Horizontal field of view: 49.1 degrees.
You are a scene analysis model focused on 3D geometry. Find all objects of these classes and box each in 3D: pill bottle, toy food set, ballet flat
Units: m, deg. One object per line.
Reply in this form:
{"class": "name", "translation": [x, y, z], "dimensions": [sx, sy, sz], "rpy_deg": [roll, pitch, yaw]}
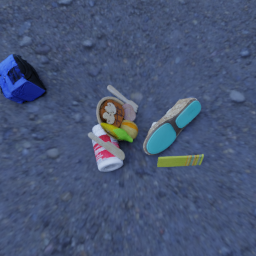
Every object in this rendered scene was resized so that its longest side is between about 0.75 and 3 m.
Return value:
{"class": "pill bottle", "translation": [-0.635, 0.550, 8.178], "dimensions": [0.729, 0.729, 1.300], "rpy_deg": [-14, 65, -6]}
{"class": "toy food set", "translation": [-0.251, -0.294, 8.031], "dimensions": [1.458, 0.424, 2.112], "rpy_deg": [36, 48, -25]}
{"class": "ballet flat", "translation": [1.230, -0.076, 8.527], "dimensions": [2.368, 0.835, 0.773], "rpy_deg": [-39, 28, -19]}

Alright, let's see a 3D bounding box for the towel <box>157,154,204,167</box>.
{"class": "towel", "translation": [1.505, 0.936, 8.101], "dimensions": [1.298, 0.559, 0.117], "rpy_deg": [-3, 54, -1]}

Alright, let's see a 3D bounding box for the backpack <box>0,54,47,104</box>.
{"class": "backpack", "translation": [-3.558, -1.603, 8.991], "dimensions": [1.162, 1.125, 1.385], "rpy_deg": [-33, 69, 4]}
